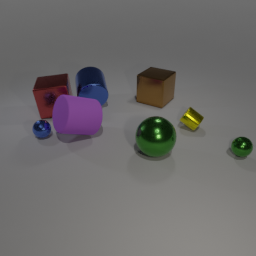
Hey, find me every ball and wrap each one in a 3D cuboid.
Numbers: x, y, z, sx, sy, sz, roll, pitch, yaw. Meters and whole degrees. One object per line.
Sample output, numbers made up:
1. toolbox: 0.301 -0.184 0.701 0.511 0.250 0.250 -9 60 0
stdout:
1. ball: 3.876 0.638 9.531 0.700 0.700 0.700 0 31 0
2. ball: -3.290 0.034 10.700 0.700 0.700 0.700 0 31 0
3. ball: 0.948 0.297 9.561 1.400 1.400 1.400 0 31 0

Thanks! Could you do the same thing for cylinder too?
1. cylinder: -1.895 -0.464 10.473 1.400 1.400 1.400 5 22 -39
2. cylinder: -1.686 -1.871 12.928 1.400 1.400 1.400 -6 47 -10
3. cylinder: 2.537 -0.373 11.177 0.700 0.700 0.700 38 39 3

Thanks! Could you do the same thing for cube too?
1. cube: 1.343 -1.970 13.412 1.400 1.400 1.400 17 35 27
2. cube: -3.229 -1.424 12.320 1.400 1.400 1.400 -8 34 -4
